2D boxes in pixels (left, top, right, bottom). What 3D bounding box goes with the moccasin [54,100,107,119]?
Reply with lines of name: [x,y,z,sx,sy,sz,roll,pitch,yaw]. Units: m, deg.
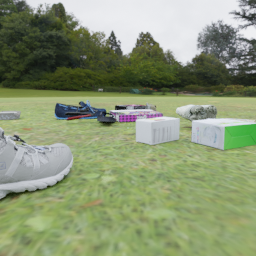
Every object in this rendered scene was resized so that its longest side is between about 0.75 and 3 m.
moccasin: [-2.454,-0.977,14.831,2.769,0.944,1.114,-4,9,-24]

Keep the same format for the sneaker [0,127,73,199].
sneaker: [-1.787,0.477,4.432,0.921,1.011,2.465,5,9,29]

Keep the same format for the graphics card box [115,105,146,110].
graphics card box: [0.206,-1.302,18.789,1.897,0.482,1.190,-7,11,-36]

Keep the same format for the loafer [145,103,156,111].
loafer: [1.446,-1.175,17.704,0.633,0.683,1.817,11,13,-3]

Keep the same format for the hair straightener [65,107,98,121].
hair straightener: [-2.175,-0.758,13.071,1.592,0.612,0.326,-12,-16,-28]

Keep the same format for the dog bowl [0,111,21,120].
dog bowl: [-6.293,-0.665,14.652,1.323,0.388,1.323,-1,8,0]

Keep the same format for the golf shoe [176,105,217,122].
golf shoe: [2.865,-0.639,11.525,2.153,0.843,1.047,7,7,-44]

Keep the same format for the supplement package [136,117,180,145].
supplement package: [0.912,0.060,8.536,1.236,0.677,0.703,-8,11,-40]

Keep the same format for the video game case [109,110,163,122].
video game case: [0.363,-0.648,14.358,2.282,0.409,2.068,-3,10,-16]

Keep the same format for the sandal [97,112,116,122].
sandal: [-0.954,-0.515,12.729,0.834,0.470,2.195,3,1,-4]

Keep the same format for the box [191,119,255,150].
box: [2.767,0.120,8.103,1.401,0.677,1.236,-5,10,-31]

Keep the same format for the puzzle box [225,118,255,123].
puzzle box: [5.055,-0.294,12.816,1.351,0.172,0.899,5,10,30]
